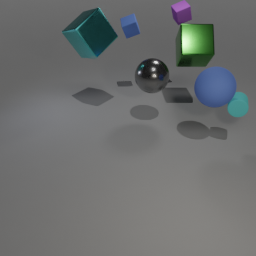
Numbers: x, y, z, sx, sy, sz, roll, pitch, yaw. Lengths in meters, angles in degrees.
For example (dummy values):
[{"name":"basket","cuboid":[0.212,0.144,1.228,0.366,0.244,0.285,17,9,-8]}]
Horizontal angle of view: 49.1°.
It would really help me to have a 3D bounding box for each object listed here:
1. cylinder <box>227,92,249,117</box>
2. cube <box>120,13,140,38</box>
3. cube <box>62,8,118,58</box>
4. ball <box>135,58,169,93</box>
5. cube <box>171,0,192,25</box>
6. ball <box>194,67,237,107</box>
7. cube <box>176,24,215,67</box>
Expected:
[{"name":"cylinder","cuboid":[3.981,-0.853,10.144,0.700,0.700,0.700,10,34,16]},{"name":"cube","cuboid":[0.106,-4.770,13.114,0.700,0.700,0.700,-16,53,11]},{"name":"cube","cuboid":[-1.576,-3.876,11.583,1.400,1.400,1.400,-49,35,-15]},{"name":"ball","cuboid":[0.968,-2.103,11.324,1.400,1.400,1.400,0,31,0]},{"name":"cube","cuboid":[2.496,-5.385,13.072,0.700,0.700,0.700,-22,49,3]},{"name":"ball","cuboid":[3.018,-1.414,9.718,1.400,1.400,1.400,0,31,0]},{"name":"cube","cuboid":[2.903,-3.595,12.323,1.400,1.400,1.400,0,-8,1]}]
